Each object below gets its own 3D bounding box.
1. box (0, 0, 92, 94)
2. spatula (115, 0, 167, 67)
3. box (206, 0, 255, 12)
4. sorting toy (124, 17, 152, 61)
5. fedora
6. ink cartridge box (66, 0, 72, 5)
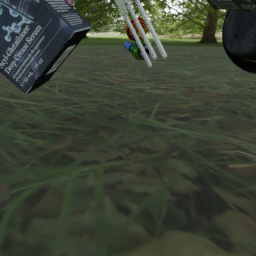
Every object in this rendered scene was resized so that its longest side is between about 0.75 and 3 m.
[{"bbox_3d":[-2.739,-2.685,6.953,2.833,2.102,1.517,42,23,-10],"label":"box"},{"bbox_3d":[0.209,-2.863,7.491,0.203,2.534,1.762,-29,9,-11],"label":"spatula"},{"bbox_3d":[1.149,-1.927,3.443,1.073,0.338,1.360,35,13,-23],"label":"box"},{"bbox_3d":[0.419,-2.954,9.742,0.995,1.657,0.680,-32,42,-5],"label":"sorting toy"},{"bbox_3d":[3.490,-2.785,7.276,1.323,2.897,2.897,-18,26,-41],"label":"fedora"},{"bbox_3d":[-2.051,-3.207,8.045,0.411,2.215,1.049,20,25,3],"label":"ink cartridge box"}]
